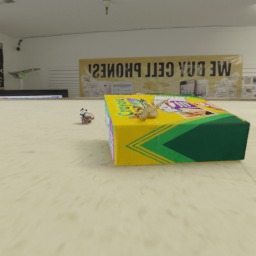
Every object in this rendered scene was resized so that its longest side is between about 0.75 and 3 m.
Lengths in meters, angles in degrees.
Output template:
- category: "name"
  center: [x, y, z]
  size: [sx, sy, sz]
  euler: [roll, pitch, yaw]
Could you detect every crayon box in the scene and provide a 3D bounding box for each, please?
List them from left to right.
- category: "crayon box"
  center: [0.700, -0.123, 5.671]
  size: [2.241, 0.757, 2.598]
  euler: [0, 17, -8]

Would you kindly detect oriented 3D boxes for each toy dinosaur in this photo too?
- category: "toy dinosaur"
  center: [0.353, -0.314, 4.710]
  size: [0.417, 0.240, 0.825]
  euler: [27, 41, 27]

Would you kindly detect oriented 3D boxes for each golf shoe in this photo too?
- category: "golf shoe"
  center: [-1.525, -0.500, 10.381]
  size: [0.443, 0.562, 1.220]
  euler: [-17, 6, -1]

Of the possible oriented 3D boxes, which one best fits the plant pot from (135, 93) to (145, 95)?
- category: "plant pot"
  center: [0.282, -0.508, 8.127]
  size: [0.921, 0.843, 0.921]
  euler: [15, 41, -14]
